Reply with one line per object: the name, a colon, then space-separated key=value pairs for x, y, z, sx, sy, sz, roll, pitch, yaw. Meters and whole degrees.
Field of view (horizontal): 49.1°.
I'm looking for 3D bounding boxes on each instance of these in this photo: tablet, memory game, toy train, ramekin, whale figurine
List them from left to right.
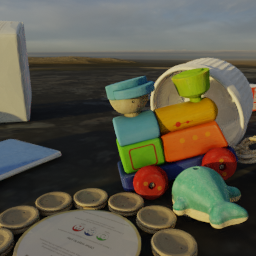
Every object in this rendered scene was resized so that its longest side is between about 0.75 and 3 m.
tablet: x=-2.477 y=0.648 z=4.681 sx=1.542 sy=0.162 sz=2.369 roll=10 pitch=18 yaw=31
memory game: x=-0.454 y=1.167 z=2.743 sx=2.275 sy=0.145 sz=2.275 roll=1 pitch=15 yaw=0
toy train: x=1.096 y=-0.157 z=4.080 sx=2.756 sy=1.594 sz=1.166 roll=-14 pitch=16 yaw=-3
ramekin: x=1.339 y=-0.417 z=4.959 sx=1.710 sy=1.710 sz=0.898 roll=12 pitch=37 yaw=38
whale figurine: x=0.906 y=0.763 z=3.226 sx=0.835 sy=0.544 sz=1.049 roll=-10 pitch=6 yaw=-8

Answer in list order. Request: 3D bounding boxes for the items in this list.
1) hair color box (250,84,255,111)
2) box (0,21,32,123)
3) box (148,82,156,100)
hair color box: x=3.352 y=-1.051 z=9.714 sx=2.819 sy=0.901 sz=1.563 roll=-9 pitch=16 yaw=-25
box: x=-4.091 y=-1.736 z=8.268 sx=2.160 sy=2.509 sz=2.521 roll=-4 pitch=29 yaw=-15
box: x=1.978 y=-1.576 z=12.040 sx=2.238 sy=0.719 sz=0.784 roll=3 pitch=15 yaw=12
